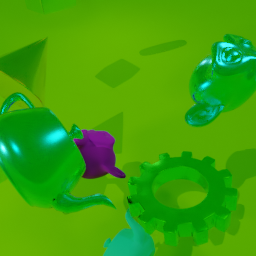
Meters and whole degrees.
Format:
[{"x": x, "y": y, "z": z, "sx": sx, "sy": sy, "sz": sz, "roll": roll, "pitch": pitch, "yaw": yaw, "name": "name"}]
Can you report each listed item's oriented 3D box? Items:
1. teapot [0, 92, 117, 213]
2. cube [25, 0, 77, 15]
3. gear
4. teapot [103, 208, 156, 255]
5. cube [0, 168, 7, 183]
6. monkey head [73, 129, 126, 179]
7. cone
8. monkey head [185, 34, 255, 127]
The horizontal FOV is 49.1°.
[{"x": -0.908, "y": 0.313, "z": 3.189, "sx": 0.932, "sy": 1.184, "sz": 1.904, "roll": -33, "pitch": 71, "yaw": -19, "name": "teapot"}, {"x": -1.742, "y": -3.041, "z": 6.069, "sx": 0.846, "sy": 0.846, "sz": 0.846, "roll": -29, "pitch": 43, "yaw": -30, "name": "cube"}, {"x": 0.908, "y": 1.126, "z": 4.882, "sx": 1.827, "sy": 0.338, "sz": 1.827, "roll": -8, "pitch": 34, "yaw": 5, "name": "gear"}, {"x": -0.032, "y": 1.689, "z": 3.770, "sx": 0.643, "sy": 1.313, "sz": 0.816, "roll": 28, "pitch": 24, "yaw": 23, "name": "teapot"}, {"x": -2.205, "y": 0.394, "z": 4.359, "sx": 0.860, "sy": 0.860, "sz": 0.860, "roll": 46, "pitch": 28, "yaw": 3, "name": "cube"}, {"x": -0.716, "y": 0.466, "z": 4.745, "sx": 1.417, "sy": 1.019, "sz": 0.854, "roll": 7, "pitch": 94, "yaw": 29, "name": "monkey head"}, {"x": -1.739, "y": -1.153, "z": 4.957, "sx": 1.255, "sy": 1.255, "sz": 1.260, "roll": 20, "pitch": 68, "yaw": 15, "name": "cone"}, {"x": 1.297, "y": -0.526, "z": 3.321, "sx": 1.061, "sy": 0.889, "sz": 1.475, "roll": 33, "pitch": 50, "yaw": 22, "name": "monkey head"}]
